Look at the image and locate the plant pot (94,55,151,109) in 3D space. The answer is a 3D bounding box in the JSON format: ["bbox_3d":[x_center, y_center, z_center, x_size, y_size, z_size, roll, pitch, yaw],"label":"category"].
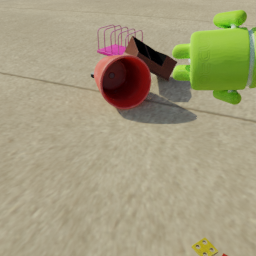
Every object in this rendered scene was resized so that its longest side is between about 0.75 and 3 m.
[{"bbox_3d":[-0.340,-1.719,9.690,1.823,1.823,1.613,-13,26,-20],"label":"plant pot"}]

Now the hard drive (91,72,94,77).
[{"bbox_3d":[-0.850,-2.225,11.691,1.157,0.190,0.808,17,37,24],"label":"hard drive"}]

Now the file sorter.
[{"bbox_3d":[-0.390,-4.308,13.890,1.996,1.252,1.387,25,41,33],"label":"file sorter"}]

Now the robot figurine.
[{"bbox_3d":[1.965,-1.373,5.665,2.079,1.824,1.203,0,19,15],"label":"robot figurine"}]

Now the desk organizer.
[{"bbox_3d":[0.879,-2.625,10.724,2.205,0.849,0.791,16,15,-46],"label":"desk organizer"}]

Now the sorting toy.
[{"bbox_3d":[1.021,2.572,4.274,0.927,0.325,1.923,21,39,28],"label":"sorting toy"}]
